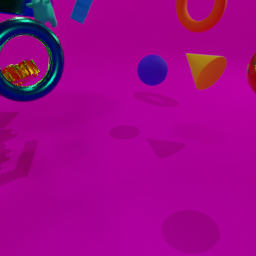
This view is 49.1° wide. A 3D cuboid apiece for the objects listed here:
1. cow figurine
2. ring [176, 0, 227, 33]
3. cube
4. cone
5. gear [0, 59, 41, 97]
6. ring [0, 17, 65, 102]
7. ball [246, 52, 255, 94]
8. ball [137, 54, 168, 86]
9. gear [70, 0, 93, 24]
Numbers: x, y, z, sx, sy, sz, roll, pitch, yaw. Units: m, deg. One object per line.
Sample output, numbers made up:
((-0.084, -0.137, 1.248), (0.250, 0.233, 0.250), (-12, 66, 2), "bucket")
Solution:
((-2.033, -2.828, 6.658), (0.552, 0.989, 1.005), (-15, 62, -4), "cow figurine")
((2.381, -4.141, 9.263), (0.375, 1.875, 1.875), (-18, 32, -41), "ring")
((-2.741, -3.678, 7.580), (1.153, 1.153, 1.153), (5, 25, -1), "cube")
((1.700, -1.556, 6.762), (0.920, 0.920, 0.924), (-18, 52, -30), "cone")
((-2.734, -0.925, 6.012), (1.700, 0.314, 1.700), (-27, 13, 7), "gear")
((-1.894, -1.225, 5.183), (1.541, 1.541, 0.308), (-20, 33, -33), "ring")
((2.228, -0.828, 4.109), (0.904, 0.904, 0.904), (0, 28, 0), "ball")
((0.653, -1.532, 7.441), (0.817, 0.817, 0.817), (0, 28, 0), "ball")
((-0.773, -2.971, 5.794), (0.290, 1.567, 1.567), (21, 23, -17), "gear")
